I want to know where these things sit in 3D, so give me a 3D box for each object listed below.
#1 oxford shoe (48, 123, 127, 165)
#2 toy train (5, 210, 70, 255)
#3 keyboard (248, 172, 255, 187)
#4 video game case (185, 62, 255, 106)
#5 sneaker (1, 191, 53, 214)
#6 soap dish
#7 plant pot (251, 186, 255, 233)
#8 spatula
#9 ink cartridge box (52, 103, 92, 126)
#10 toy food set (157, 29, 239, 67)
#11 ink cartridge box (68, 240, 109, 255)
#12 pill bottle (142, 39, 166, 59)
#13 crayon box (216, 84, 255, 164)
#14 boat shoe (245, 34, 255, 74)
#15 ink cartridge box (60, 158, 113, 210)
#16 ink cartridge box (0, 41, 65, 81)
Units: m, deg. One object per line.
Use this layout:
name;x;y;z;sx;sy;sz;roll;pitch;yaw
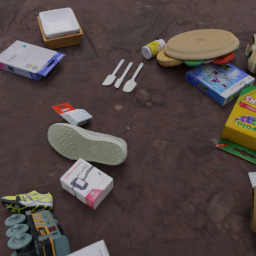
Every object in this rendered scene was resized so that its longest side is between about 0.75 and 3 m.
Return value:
oxford shoe;-1.163;0.464;8.106;2.607;0.980;0.753;13;12;20
toy train;-1.984;2.361;6.049;1.122;0.839;1.969;-10;10;-25
keyboard;4.300;1.429;7.686;1.887;0.101;0.531;-3;51;-2
video game case;3.296;-1.776;10.105;1.630;0.409;1.799;-31;57;-24
sneaker;-2.545;1.872;7.140;1.276;0.481;0.488;8;43;-7
soap dish;-2.867;-4.196;11.826;1.566;0.808;1.990;-15;53;-12
plant pot;3.976;1.955;6.195;2.249;2.096;2.096;4;50;21
spatula;-0.103;-1.995;10.494;1.143;0.132;1.644;14;51;19
ink cartridge box;-1.726;-0.496;8.735;1.026;0.243;0.821;40;27;11
toy food set;2.747;-3.026;10.613;2.838;0.697;2.867;17;42;36
ink cartridge box;-1.235;3.161;5.339;2.080;1.535;0.891;-20;54;-15
pill bottle;1.042;-3.173;11.174;0.948;0.528;0.528;-35;59;-26
crayon box;3.964;-0.148;8.618;1.644;0.658;2.590;24;55;18
boat shoe;4.915;-2.901;10.764;0.825;0.964;2.631;22;44;22
ink cartridge box;-1.084;1.456;7.412;1.147;0.484;0.830;29;56;21
ink cartridge box;-3.699;-2.559;10.703;2.351;0.493;1.403;18;53;18
